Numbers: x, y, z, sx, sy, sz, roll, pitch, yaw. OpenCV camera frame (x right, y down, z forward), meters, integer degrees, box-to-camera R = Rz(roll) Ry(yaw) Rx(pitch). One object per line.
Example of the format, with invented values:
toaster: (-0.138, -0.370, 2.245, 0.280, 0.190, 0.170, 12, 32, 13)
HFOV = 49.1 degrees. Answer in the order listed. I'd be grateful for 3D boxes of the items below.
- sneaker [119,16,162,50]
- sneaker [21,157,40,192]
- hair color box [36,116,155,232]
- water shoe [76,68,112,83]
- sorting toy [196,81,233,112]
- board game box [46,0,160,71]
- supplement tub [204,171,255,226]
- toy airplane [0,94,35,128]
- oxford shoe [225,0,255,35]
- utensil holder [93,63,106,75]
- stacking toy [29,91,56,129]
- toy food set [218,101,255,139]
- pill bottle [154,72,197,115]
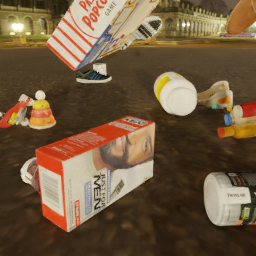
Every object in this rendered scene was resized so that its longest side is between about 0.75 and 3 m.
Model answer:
sneaker: (0.226, -2.947, 8.269, 1.734, 0.703, 0.652, -10, -34, 37)
sneaker: (-1.102, 0.813, 5.557, 1.763, 0.667, 1.018, -25, 35, -30)
hair color box: (-0.430, 0.657, 4.948, 0.706, 1.225, 2.208, 16, 26, 36)
water shoe: (-1.863, -2.927, 15.573, 1.977, 0.780, 0.707, -6, 21, -17)
sorting toy: (3.111, -1.138, 10.676, 1.518, 0.901, 1.686, -3, 20, 16)
board game box: (-0.064, -2.204, 5.003, 0.630, 2.060, 2.720, 43, 25, -5)
supplement tub: (1.935, 1.080, 4.372, 1.322, 0.810, 0.810, -2, 20, -3)
toy airplane: (-3.332, -0.467, 8.683, 1.168, 0.828, 1.173, -26, 19, 32)
oxford shoe: (3.501, -3.200, 7.337, 0.781, 2.190, 0.780, 23, 46, -27)
utensil holder: (-1.639, -3.269, 16.354, 0.770, 0.906, 0.770, 1, 20, 0)
stacking toy: (-2.669, -0.587, 8.571, 0.816, 1.117, 0.816, -1, 20, 0)
toy food set: (3.108, 0.084, 6.489, 1.265, 1.342, 2.810, -10, 20, 2)
pill bottle: (1.717, -1.234, 10.155, 1.277, 1.277, 2.449, -1, 20, -2)
